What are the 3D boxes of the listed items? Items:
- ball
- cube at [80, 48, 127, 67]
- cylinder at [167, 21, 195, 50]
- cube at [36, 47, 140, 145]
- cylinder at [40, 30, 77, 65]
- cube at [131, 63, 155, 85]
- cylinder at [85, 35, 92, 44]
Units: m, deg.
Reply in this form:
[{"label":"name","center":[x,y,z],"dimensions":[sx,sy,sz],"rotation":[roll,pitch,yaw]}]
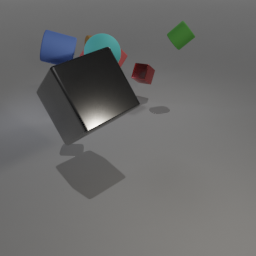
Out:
[{"label":"ball","center":[-0.970,-2.855,10.644],"dimensions":[1.400,1.400,1.400],"rotation":[0,28,0]},{"label":"cube","center":[-1.179,-3.158,12.699],"dimensions":[1.400,1.400,1.400],"rotation":[18,75,52]},{"label":"cylinder","center":[1.815,-3.172,9.605],"dimensions":[0.700,0.700,0.700],"rotation":[-37,18,23]},{"label":"cube","center":[-0.885,-0.641,5.999],"dimensions":[1.400,1.400,1.400],"rotation":[-30,3,-31]},{"label":"cylinder","center":[-1.577,-1.789,6.373],"dimensions":[0.700,0.700,0.700],"rotation":[12,26,-13]},{"label":"cube","center":[0.676,-2.407,12.437],"dimensions":[0.700,0.700,0.700],"rotation":[15,-4,32]},{"label":"cylinder","center":[-1.668,-4.108,13.597],"dimensions":[0.700,0.700,0.700],"rotation":[-4,27,-28]}]
